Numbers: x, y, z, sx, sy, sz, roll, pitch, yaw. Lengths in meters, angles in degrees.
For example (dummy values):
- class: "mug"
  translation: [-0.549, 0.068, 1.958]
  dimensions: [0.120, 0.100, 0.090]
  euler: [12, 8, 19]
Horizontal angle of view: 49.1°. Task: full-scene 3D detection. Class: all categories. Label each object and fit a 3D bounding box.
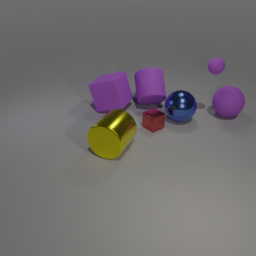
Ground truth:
- class: "ball"
  translation: [2.304, -0.960, 12.274]
  dimensions: [1.400, 1.400, 1.400]
  euler: [0, 30, 0]
- class: "cylinder"
  translation: [1.066, -1.991, 13.479]
  dimensions: [1.400, 1.400, 1.400]
  euler: [-5, -12, -1]
- class: "cylinder"
  translation: [-0.564, 0.201, 10.292]
  dimensions: [1.400, 1.400, 1.400]
  euler: [13, 32, 20]
- class: "cube"
  translation: [1.086, -0.332, 11.906]
  dimensions: [0.700, 0.700, 0.700]
  euler: [-22, 37, -32]
- class: "ball"
  translation: [4.532, -1.198, 12.650]
  dimensions: [1.400, 1.400, 1.400]
  euler: [0, 30, 0]
- class: "ball"
  translation: [3.692, -2.586, 11.692]
  dimensions: [0.700, 0.700, 0.700]
  euler: [0, 30, 0]
- class: "cube"
  translation: [-0.783, -1.717, 13.209]
  dimensions: [1.400, 1.400, 1.400]
  euler: [-5, 25, 25]
